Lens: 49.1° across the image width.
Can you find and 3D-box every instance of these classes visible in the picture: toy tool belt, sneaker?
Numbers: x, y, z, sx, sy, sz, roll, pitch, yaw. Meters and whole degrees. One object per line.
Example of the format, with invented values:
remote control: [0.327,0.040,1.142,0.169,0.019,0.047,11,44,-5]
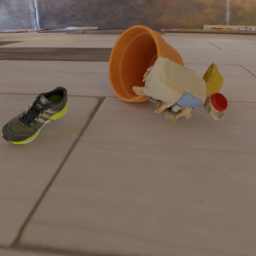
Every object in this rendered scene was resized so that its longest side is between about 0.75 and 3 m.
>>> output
toy tool belt: [1.614,-1.007,8.974,2.692,1.654,1.681,25,60,-19]
sneaker: [-2.639,-0.472,8.101,0.894,0.979,2.419,35,48,5]

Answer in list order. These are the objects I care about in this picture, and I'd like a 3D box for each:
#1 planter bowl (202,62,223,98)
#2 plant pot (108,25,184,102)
planter bowl: [3.224,-1.676,10.843,0.658,1.581,1.581,25,26,1]
plant pot: [0.848,-2.430,11.299,2.017,2.882,2.882,1,18,-42]
